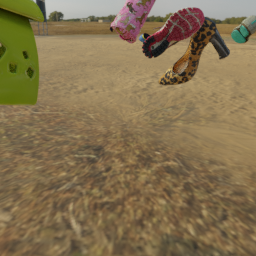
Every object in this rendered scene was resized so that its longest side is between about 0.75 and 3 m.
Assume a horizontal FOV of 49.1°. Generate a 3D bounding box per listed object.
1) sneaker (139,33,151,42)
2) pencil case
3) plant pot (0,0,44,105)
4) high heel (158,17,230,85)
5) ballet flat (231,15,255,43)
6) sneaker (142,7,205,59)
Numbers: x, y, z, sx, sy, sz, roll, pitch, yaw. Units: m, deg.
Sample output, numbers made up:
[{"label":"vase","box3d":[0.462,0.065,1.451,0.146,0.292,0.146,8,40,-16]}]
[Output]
[{"label":"sneaker","box3d":[0.823,-3.021,9.965,0.946,0.312,0.371,24,-25,-22]},{"label":"pencil case","box3d":[0.340,-3.811,8.603,0.994,2.297,0.951,27,0,33]},{"label":"plant pot","box3d":[-2.535,-1.417,4.295,1.866,1.702,1.875,23,14,27]},{"label":"high heel","box3d":[1.206,-1.696,6.316,1.832,1.306,0.654,-26,49,29]},{"label":"ballet flat","box3d":[2.694,-2.219,6.340,0.408,0.432,1.281,-39,0,11]},{"label":"sneaker","box3d":[0.851,-1.888,5.459,1.320,0.532,0.493,-26,16,29]}]
